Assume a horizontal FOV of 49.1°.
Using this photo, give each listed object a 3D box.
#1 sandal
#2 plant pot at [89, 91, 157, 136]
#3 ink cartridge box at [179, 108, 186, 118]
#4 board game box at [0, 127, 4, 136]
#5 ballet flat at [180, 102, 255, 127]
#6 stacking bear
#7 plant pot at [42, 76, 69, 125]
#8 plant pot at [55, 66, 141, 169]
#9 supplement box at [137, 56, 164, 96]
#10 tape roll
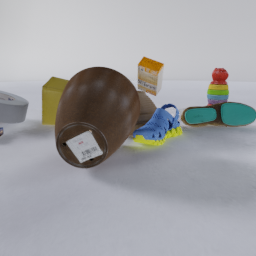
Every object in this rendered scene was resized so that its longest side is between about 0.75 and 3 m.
[{"bbox_3d":[0.940,-0.134,8.752,0.987,1.081,2.483,9,17,29],"label":"sandal"},{"bbox_3d":[-0.106,-0.688,10.568,2.985,1.378,2.985,-1,11,0],"label":"plant pot"},{"bbox_3d":[2.873,-0.680,12.757,0.707,0.406,0.973,12,17,43],"label":"ink cartridge box"},{"bbox_3d":[-4.934,0.205,9.038,1.471,0.254,0.996,-2,12,-8],"label":"board game box"},{"bbox_3d":[3.454,-0.476,11.000,2.905,0.985,1.051,-5,0,-3],"label":"ballet flat"},{"bbox_3d":[5.003,-2.180,15.383,1.260,2.216,1.346,-2,13,-11],"label":"stacking bear"},{"bbox_3d":[-2.498,-1.067,11.492,1.649,1.602,1.612,6,25,-4],"label":"plant pot"},{"bbox_3d":[-0.852,-0.121,6.896,2.245,2.245,2.402,1,26,4],"label":"plant pot"},{"bbox_3d":[0.727,-1.681,9.239,0.754,1.196,0.440,24,61,16],"label":"supplement box"},{"bbox_3d":[-5.430,-0.967,11.556,2.455,0.811,2.455,16,11,-3],"label":"tape roll"}]
